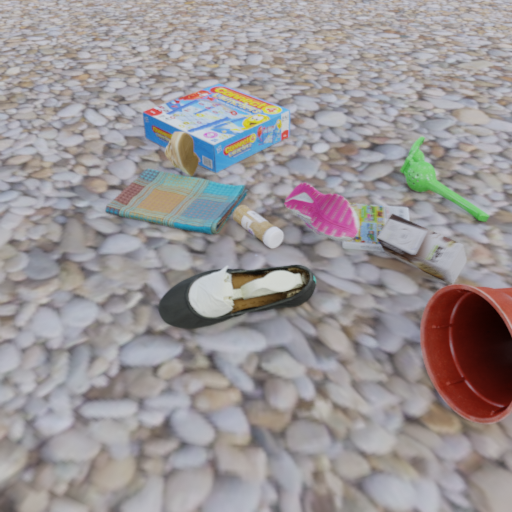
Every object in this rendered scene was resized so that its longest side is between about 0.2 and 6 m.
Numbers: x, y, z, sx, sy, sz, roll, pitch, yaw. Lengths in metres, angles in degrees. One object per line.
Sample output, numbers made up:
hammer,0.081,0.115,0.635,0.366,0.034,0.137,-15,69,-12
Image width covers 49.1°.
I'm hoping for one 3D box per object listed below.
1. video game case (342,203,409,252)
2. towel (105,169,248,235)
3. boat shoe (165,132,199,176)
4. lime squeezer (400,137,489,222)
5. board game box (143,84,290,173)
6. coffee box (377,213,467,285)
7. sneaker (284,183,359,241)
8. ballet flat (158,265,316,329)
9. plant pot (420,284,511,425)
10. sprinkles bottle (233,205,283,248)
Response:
video game case,2.319,-0.552,10.806,1.265,0.159,1.390,5,39,7
towel,-1.604,-1.170,11.514,2.436,0.264,1.787,12,39,16
boat shoe,-1.609,-2.123,11.588,0.562,1.624,0.599,21,77,7
lime squeezer,3.747,-1.940,12.207,1.247,0.666,3.532,-5,37,-6
board game box,-0.961,-3.228,13.763,2.615,0.731,2.561,30,47,33
coffee box,2.823,-0.119,9.556,1.334,0.754,0.532,29,83,32
sneaker,1.305,-0.710,10.114,0.734,0.795,1.803,-49,38,2
ballet flat,-0.261,0.508,8.708,2.534,0.867,0.862,-11,75,-13
plant pot,3.472,1.156,7.478,1.744,1.793,1.793,-6,37,-22
sprinkles bottle,0.029,-0.566,10.623,0.385,0.385,1.129,-25,44,-29
